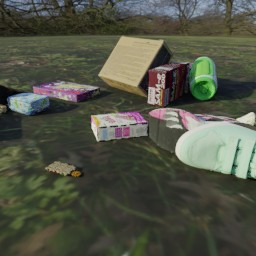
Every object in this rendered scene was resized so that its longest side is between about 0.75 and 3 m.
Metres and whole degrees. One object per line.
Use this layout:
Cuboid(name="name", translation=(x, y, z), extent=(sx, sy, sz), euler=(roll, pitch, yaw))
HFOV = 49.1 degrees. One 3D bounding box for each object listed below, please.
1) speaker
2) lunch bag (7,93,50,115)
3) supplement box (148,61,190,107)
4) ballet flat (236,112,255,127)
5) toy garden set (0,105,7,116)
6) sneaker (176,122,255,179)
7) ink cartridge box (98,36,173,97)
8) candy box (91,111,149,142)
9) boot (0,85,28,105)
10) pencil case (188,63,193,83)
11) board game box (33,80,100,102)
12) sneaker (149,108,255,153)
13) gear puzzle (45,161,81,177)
Cuboid(name="speaker", translation=(3.217, -2.165, 11.962), extent=(1.115, 1.115, 2.522), euler=(5, 35, 12))
Cuboid(name="lunch bag", translation=(-3.541, -0.903, 10.066), extent=(1.315, 0.542, 1.057), euler=(12, 26, 27))
Cuboid(name="supplement box", translation=(1.689, -1.842, 11.293), extent=(0.757, 1.354, 2.488), euler=(14, 27, 29))
Cuboid(name="ballet flat", translation=(3.723, -0.118, 7.990), extent=(1.899, 0.637, 0.634), euler=(7, 31, 17))
Cuboid(name="toy garden set", translation=(-4.889, -0.620, 9.606), extent=(1.432, 0.343, 1.718), euler=(10, 14, -3))
Cuboid(name="sneaker", translation=(2.454, 0.628, 5.508), extent=(2.888, 1.063, 1.704), euler=(4, 16, 3))
Cuboid(name="ink cartridge box", translation=(0.285, -2.750, 12.305), extent=(2.715, 2.237, 1.020), euler=(25, -8, 45))
Cuboid(name="candy box", translation=(-0.257, -0.077, 8.160), extent=(1.485, 0.453, 1.012), euler=(-7, 24, -15))
Cuboid(name="boot", translation=(-5.127, -1.370, 10.580), extent=(2.048, 0.701, 1.928), euler=(11, 13, 27))
Cuboid(name="pencil case", translation=(2.415, -2.498, 13.381), extent=(2.464, 1.066, 1.020), euler=(-16, 54, -33))
Cuboid(name="board game box", translation=(-2.664, -1.632, 12.149), extent=(2.531, 0.409, 1.519), euler=(13, 30, 29))
Cuboid(name="sneaker", translation=(1.878, 0.128, 7.238), extent=(2.761, 1.109, 1.192), euler=(14, 12, 15))
Cuboid(name="gear puzzle", translation=(-1.381, 0.939, 6.174), extent=(0.802, 0.105, 0.416), euler=(12, 23, 20))
